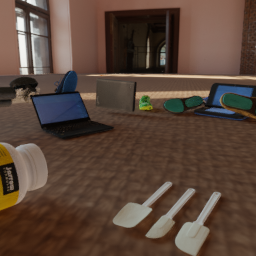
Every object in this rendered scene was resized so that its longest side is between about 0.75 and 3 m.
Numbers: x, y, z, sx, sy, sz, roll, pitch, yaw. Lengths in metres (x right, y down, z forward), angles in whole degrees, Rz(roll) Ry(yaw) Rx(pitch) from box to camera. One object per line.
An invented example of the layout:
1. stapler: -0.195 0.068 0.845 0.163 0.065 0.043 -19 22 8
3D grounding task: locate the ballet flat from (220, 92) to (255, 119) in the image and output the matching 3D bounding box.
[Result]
1. ballet flat: 4.720 -0.762 10.557 2.474 0.849 0.780 22 -5 16

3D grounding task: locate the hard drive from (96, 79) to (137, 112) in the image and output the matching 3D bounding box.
1. hard drive: -0.540 -1.424 12.020 1.795 1.253 0.295 9 14 23

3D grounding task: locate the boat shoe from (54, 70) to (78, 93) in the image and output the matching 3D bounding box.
1. boat shoe: -2.554 -1.399 10.680 0.667 1.944 0.818 3 -31 30

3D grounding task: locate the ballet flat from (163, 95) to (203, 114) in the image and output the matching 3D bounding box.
1. ballet flat: 2.341 -0.978 12.316 2.023 0.739 0.739 -12 17 -21

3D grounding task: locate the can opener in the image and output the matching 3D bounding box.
1. can opener: -4.053 -1.111 9.093 0.916 0.726 2.756 50 31 12

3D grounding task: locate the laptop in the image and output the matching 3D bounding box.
1. laptop: -1.858 -0.523 9.284 1.923 1.121 2.170 -12 18 -39

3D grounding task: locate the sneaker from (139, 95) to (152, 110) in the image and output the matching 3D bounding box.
1. sneaker: 0.777 -1.196 13.046 0.561 0.633 1.514 -1 14 -8

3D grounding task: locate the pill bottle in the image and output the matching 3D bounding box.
1. pill bottle: -2.182 0.783 4.138 1.016 1.016 1.807 13 19 42

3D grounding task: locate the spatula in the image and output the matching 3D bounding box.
1. spatula: 0.703 1.207 4.271 1.228 0.142 1.766 7 15 29

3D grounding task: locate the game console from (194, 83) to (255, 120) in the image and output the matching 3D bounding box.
1. game console: 4.069 -1.164 11.647 2.078 1.229 1.773 12 18 40

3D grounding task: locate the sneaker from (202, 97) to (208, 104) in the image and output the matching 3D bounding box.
1. sneaker: 4.309 -1.512 14.472 1.499 0.578 0.568 -9 18 -28
